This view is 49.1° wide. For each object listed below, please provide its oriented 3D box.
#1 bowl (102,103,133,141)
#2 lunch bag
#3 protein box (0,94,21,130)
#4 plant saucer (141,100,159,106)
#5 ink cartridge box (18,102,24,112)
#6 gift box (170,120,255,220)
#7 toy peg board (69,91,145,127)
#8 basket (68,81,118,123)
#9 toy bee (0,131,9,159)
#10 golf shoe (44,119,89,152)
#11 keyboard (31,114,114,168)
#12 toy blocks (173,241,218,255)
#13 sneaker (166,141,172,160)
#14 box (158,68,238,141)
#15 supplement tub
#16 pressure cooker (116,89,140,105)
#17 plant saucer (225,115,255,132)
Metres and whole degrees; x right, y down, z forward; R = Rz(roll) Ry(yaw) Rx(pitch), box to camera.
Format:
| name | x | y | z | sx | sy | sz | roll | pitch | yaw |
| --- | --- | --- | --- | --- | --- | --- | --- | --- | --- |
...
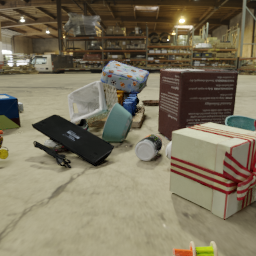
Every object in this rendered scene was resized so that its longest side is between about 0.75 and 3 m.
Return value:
| name | x | y | z | sx | sy | sz | roll | pitch | yaw |
| --- | --- | --- | --- | --- | --- | --- | --- | --- | --- |
| bowl | -0.283 | -0.091 | 9.160 | 0.694 | 1.326 | 1.326 | 21 | 17 | 6 |
| lunch bag | -0.084 | -2.550 | 13.997 | 2.296 | 0.867 | 1.839 | 20 | 35 | 6 |
| protein box | -5.443 | -0.638 | 11.079 | 1.747 | 1.187 | 1.760 | -10 | 17 | -36 |
| plant saucer | 1.357 | -1.478 | 16.474 | 1.141 | 0.209 | 1.141 | 0 | 13 | 0 |
| ink cartridge box | -6.839 | -1.074 | 14.305 | 2.248 | 0.496 | 2.290 | -11 | 16 | -37 |
| gift box | 1.752 | 0.625 | 5.314 | 1.508 | 1.634 | 1.526 | -17 | 23 | -36 |
| toy peg board | -0.783 | -1.100 | 12.222 | 2.875 | 1.412 | 2.887 | 1 | 17 | 7 |
| basket | -1.242 | -0.877 | 10.247 | 1.688 | 1.144 | 1.041 | -17 | -14 | 37 |
| toy bee | -3.609 | 0.444 | 7.325 | 0.976 | 0.811 | 1.491 | 13 | 19 | -22 |
| golf shoe | -1.887 | 0.197 | 8.592 | 0.639 | 0.810 | 1.759 | 9 | 18 | 30 |
| keyboard | -1.725 | 0.398 | 7.677 | 2.464 | 0.254 | 1.566 | 26 | 38 | 27 |
| toy blocks | 0.750 | 1.718 | 3.549 | 0.825 | 0.300 | 0.688 | 0 | 15 | 0 |
| sneaker | 2.080 | 0.577 | 6.994 | 2.227 | 0.834 | 1.109 | -1 | 14 | -4 |
| box | 2.215 | -0.800 | 9.385 | 1.910 | 2.326 | 1.930 | -3 | 15 | -13 |
| supplement tub | 0.606 | 0.512 | 7.773 | 0.581 | 0.581 | 0.948 | 6 | 15 | 23 |
| pressure cooker | -0.101 | -1.485 | 14.341 | 1.350 | 1.187 | 1.206 | -5 | -22 | -29 |
| plant saucer | 3.370 | 0.544 | 6.537 | 2.535 | 0.456 | 2.535 | 16 | 28 | -8 |
